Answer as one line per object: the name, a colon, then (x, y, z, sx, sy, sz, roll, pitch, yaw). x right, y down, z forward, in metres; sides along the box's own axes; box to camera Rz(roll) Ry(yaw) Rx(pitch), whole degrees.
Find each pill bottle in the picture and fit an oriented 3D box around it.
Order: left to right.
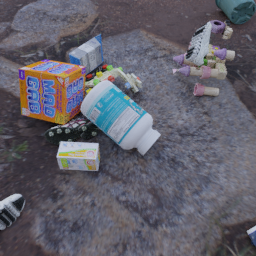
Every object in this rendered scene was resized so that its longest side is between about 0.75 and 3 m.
pill bottle: (-0.215, -0.309, 10.577, 2.955, 1.637, 1.637, 41, 57, 5)

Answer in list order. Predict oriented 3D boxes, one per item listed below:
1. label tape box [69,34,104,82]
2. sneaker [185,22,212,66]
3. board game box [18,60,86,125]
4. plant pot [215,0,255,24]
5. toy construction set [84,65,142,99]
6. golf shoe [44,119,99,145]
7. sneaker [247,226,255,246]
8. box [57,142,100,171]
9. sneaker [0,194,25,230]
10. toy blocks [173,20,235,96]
label tape box: (-1.757, -3.317, 13.618, 0.738, 1.600, 2.233, 30, 54, 25)
sneaker: (3.050, -3.466, 11.623, 0.796, 0.738, 1.964, 30, 77, -20)
board game box: (-3.002, -1.532, 11.382, 1.908, 1.909, 1.907, 12, 27, 11)
plant pot: (6.836, -7.776, 17.532, 2.131, 2.131, 2.087, -6, 56, -6)
toy construction set: (-0.896, -1.990, 12.557, 2.998, 1.381, 1.965, -22, 27, -28)
golf shoe: (-2.253, 0.106, 11.197, 2.106, 0.813, 0.928, -10, 30, -14)
sneaker: (4.206, 3.271, 8.449, 1.082, 0.436, 0.792, -17, 59, -21)
box: (-1.765, 1.033, 10.191, 1.414, 0.795, 0.717, 3, 48, 1)
sneaker: (-4.394, 2.831, 8.530, 1.037, 0.961, 2.558, 29, 52, 34)
toy blocks: (3.183, -3.238, 12.757, 2.312, 2.747, 2.567, 7, 48, -1)
